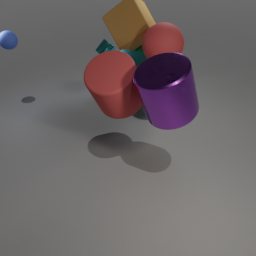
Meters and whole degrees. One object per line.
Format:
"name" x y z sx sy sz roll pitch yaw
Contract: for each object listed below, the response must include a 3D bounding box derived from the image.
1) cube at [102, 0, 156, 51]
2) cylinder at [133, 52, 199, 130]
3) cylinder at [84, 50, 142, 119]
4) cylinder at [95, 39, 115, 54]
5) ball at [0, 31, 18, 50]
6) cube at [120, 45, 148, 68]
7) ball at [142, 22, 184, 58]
"cube" 0.146 -3.968 10.764 1.400 1.400 1.400 -29 0 25
"cylinder" 0.979 -0.911 6.997 1.400 1.400 1.400 -13 44 13
"cylinder" -0.344 -1.166 7.795 1.400 1.400 1.400 -5 64 11
"cylinder" -1.078 -3.739 13.322 0.700 0.700 0.700 38 9 -7
"ball" -4.594 -3.366 10.741 0.700 0.700 0.700 0 32 0
"cube" 0.733 -3.023 12.337 1.400 1.400 1.400 -18 1 31
"ball" 1.190 -2.844 9.504 1.400 1.400 1.400 0 32 0
